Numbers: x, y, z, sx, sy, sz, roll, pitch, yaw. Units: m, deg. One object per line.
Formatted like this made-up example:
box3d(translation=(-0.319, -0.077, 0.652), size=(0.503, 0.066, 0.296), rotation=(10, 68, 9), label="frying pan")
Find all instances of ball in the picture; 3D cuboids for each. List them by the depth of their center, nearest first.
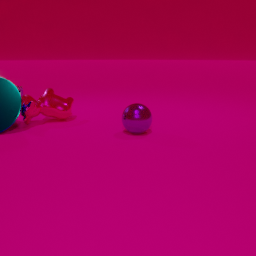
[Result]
box3d(translation=(0.239, -0.250, 7.470), size=(0.823, 0.823, 0.823), rotation=(0, 15, 0), label="ball")

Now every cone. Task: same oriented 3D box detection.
box3d(translation=(-3.687, -0.460, 8.310), size=(1.634, 1.634, 1.640), rotation=(0, -12, -1), label="cone")

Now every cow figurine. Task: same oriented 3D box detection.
box3d(translation=(-2.484, -0.605, 8.611), size=(1.557, 0.854, 1.532), rotation=(21, 31, -11), label="cow figurine")

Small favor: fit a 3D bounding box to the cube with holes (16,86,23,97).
box3d(translation=(-4.457, -1.033, 10.162), size=(0.926, 0.926, 0.926), rotation=(11, 18, 35), label="cube with holes")
